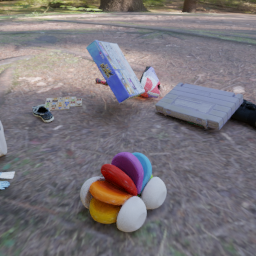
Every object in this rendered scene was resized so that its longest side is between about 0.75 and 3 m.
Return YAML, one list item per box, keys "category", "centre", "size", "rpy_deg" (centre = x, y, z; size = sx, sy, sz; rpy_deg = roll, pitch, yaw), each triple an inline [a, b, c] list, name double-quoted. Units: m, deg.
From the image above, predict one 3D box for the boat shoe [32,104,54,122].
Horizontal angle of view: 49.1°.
- category: "boat shoe"
  centre: [-3.424, -0.660, 11.065]
  size: [0.545, 0.450, 1.457]
  rpy_deg: [-28, 36, -24]

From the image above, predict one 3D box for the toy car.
- category: "toy car"
  centre: [-0.111, 1.261, 6.484]
  size: [1.667, 1.429, 1.905]
  rpy_deg: [20, 34, 33]

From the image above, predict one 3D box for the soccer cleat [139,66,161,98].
- category: "soccer cleat"
  centre: [1.102, -2.201, 13.640]
  size: [1.088, 1.014, 2.972]
  rpy_deg: [23, 27, -1]

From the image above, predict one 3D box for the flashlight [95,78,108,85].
- category: "flashlight"
  centre: [-1.313, -2.397, 14.515]
  size: [0.805, 0.274, 0.273]
  rpy_deg: [17, 33, 30]

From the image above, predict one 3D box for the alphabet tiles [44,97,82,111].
- category: "alphabet tiles"
  centre: [-2.826, -1.088, 12.303]
  size: [1.613, 0.061, 1.349]
  rpy_deg: [-4, 28, -7]

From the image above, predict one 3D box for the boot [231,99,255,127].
- category: "boot"
  centre: [5.057, -0.818, 10.883]
  size: [2.350, 0.897, 1.974]
  rpy_deg: [-27, 42, -30]

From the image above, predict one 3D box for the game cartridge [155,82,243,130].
- category: "game cartridge"
  centre: [2.669, -0.909, 10.859]
  size: [2.856, 0.548, 1.851]
  rpy_deg: [22, 58, 42]

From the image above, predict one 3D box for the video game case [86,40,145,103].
- category: "video game case"
  centre: [-0.396, -2.181, 10.795]
  size: [0.534, 2.348, 2.128]
  rpy_deg: [-31, 1, 21]

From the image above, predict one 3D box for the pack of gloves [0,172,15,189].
- category: "pack of gloves"
  centre: [-3.613, 1.390, 7.574]
  size: [0.894, 0.176, 0.751]
  rpy_deg: [-4, 27, -6]

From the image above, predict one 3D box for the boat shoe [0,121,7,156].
- category: "boat shoe"
  centre: [-4.682, 0.305, 8.970]
  size: [1.216, 0.979, 2.623]
  rpy_deg: [-21, 28, -17]
